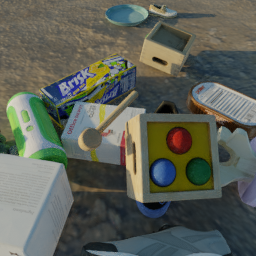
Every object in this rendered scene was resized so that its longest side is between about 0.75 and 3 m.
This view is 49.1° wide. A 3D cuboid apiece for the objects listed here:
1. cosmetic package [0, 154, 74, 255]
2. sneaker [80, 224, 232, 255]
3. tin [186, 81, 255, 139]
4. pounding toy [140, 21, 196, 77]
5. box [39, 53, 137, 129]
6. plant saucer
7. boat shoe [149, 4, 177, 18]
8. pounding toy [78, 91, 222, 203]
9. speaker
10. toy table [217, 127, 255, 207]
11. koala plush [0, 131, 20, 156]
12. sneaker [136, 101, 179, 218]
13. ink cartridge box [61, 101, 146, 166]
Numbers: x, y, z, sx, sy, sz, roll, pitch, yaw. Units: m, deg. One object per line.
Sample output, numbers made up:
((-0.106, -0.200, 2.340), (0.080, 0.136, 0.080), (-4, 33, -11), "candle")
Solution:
((-2.152, 1.730, 5.601), (1.485, 1.484, 1.800), (8, 46, 8), "cosmetic package")
((0.567, 2.435, 5.354), (2.930, 1.083, 1.162), (4, 37, -4), "sneaker")
((3.041, -0.634, 8.597), (2.596, 0.544, 1.454), (32, 50, 27), "tin")
((1.291, -2.957, 10.449), (1.911, 1.359, 1.759), (25, 51, 9), "pounding toy")
((-1.166, -1.238, 8.828), (2.985, 0.960, 1.046), (-32, 55, -28), "box")
((-0.060, -5.292, 13.212), (2.021, 0.277, 2.021), (0, 46, 1), "plant saucer")
((1.679, -5.594, 13.363), (1.357, 0.464, 0.507), (9, 47, 9), "boat shoe")
((0.390, 0.251, 5.646), (2.659, 1.217, 2.336), (0, 82, -15), "pounding toy")
((-2.436, 0.155, 7.352), (1.137, 1.137, 2.571), (-20, 49, -18), "speaker")
((2.573, 0.788, 6.552), (1.110, 1.743, 1.896), (24, 35, 0), "toy table")
((-3.524, 0.407, 7.032), (1.122, 1.265, 1.163), (30, 54, 24), "koala plush")
((0.732, 0.630, 6.757), (0.996, 1.107, 2.841), (7, 56, 5), "sneaker")
((-0.606, 0.129, 7.587), (2.022, 0.843, 1.468), (7, 46, 6), "ink cartridge box")
